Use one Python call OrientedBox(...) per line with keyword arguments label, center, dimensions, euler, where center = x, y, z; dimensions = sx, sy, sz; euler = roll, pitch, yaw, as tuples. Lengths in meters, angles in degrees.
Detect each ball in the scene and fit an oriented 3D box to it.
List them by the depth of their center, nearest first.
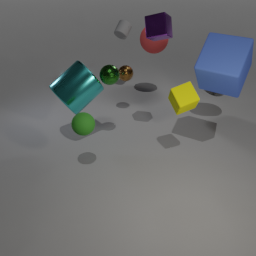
OrientedBox(label="ball", center=(-1.337, -0.121, 8.373), dimensions=(0.700, 0.700, 0.700), euler=(0, 29, 0))
OrientedBox(label="ball", center=(-0.637, -1.840, 9.695), dimensions=(0.700, 0.700, 0.700), euler=(0, 29, 0))
OrientedBox(label="ball", center=(-0.110, -2.423, 12.407), dimensions=(0.700, 0.700, 0.700), euler=(0, 29, 0))
OrientedBox(label="ball", center=(1.278, -4.355, 13.669), dimensions=(1.400, 1.400, 1.400), euler=(0, 29, 0))

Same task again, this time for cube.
OrientedBox(label="cube", center=(1.787, -0.952, 9.042), dimensions=(0.700, 0.700, 0.700), euler=(-22, 73, -7))
OrientedBox(label="cube", center=(1.010, -3.292, 9.152), dimensions=(0.700, 0.700, 0.700), euler=(-2, 7, 26))
OrientedBox(label="cube", center=(3.149, -2.047, 9.180), dimensions=(1.400, 1.400, 1.400), euler=(19, 77, 26))

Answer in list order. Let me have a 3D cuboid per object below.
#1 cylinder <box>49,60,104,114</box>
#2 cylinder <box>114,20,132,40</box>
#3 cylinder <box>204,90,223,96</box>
OrientedBox(label="cylinder", center=(-1.827, -1.441, 10.026), dimensions=(1.400, 1.400, 1.400), euler=(-44, 39, -3))
OrientedBox(label="cylinder", center=(-0.259, -4.987, 14.205), dimensions=(0.700, 0.700, 0.700), euler=(18, 78, 30))
OrientedBox(label="cylinder", center=(3.933, -2.293, 11.866), dimensions=(1.400, 1.400, 1.400), euler=(10, 56, -14))
